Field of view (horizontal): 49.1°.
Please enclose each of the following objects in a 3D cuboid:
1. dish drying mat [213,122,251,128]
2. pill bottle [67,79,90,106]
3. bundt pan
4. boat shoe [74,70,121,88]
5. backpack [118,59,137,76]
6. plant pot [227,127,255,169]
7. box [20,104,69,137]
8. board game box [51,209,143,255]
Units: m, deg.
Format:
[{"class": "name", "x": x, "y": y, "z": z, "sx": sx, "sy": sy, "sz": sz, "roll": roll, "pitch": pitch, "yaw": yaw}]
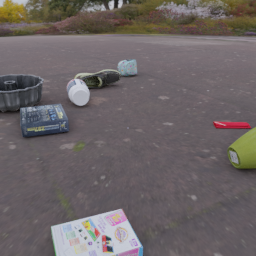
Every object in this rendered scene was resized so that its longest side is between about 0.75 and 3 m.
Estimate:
[{"class": "dish drying mat", "x": 3.892, "y": -0.118, "z": 10.516, "sx": 1.274, "sy": 0.116, "sz": 0.489, "roll": 0, "pitch": 22, "yaw": 1}, {"class": "pill bottle", "x": -2.289, "y": -1.624, "z": 12.953, "sx": 0.963, "sy": 0.963, "sz": 1.611, "roll": -6, "pitch": 24, "yaw": -14}, {"class": "bundt pan", "x": -5.181, "y": -1.531, "z": 12.484, "sx": 2.901, "sy": 1.089, "sz": 2.901, "roll": 0, "pitch": 24, "yaw": 0}, {"class": "boat shoe", "x": -1.595, "y": -2.593, "z": 15.380, "sx": 2.643, "sy": 0.944, "sz": 0.869, "roll": -8, "pitch": 35, "yaw": -19}, {"class": "backpack", "x": -0.022, "y": -3.857, "z": 18.019, "sx": 1.207, "sy": 1.061, "sz": 0.925, "roll": -12, "pitch": 22, "yaw": -16}, {"class": "plant pot", "x": 3.500, "y": 0.608, "z": 7.722, "sx": 1.338, "sy": 1.252, "sz": 1.252, "roll": -19, "pitch": 27, "yaw": -8}, {"class": "box", "x": -3.167, "y": -0.338, "z": 10.507, "sx": 1.616, "sy": 0.523, "sz": 2.049, "roll": -9, "pitch": 24, "yaw": -19}, {"class": "board game box", "x": -0.604, "y": 2.097, "z": 5.149, "sx": 1.452, "sy": 0.293, "sz": 1.111, "roll": -8, "pitch": 25, "yaw": -19}]
